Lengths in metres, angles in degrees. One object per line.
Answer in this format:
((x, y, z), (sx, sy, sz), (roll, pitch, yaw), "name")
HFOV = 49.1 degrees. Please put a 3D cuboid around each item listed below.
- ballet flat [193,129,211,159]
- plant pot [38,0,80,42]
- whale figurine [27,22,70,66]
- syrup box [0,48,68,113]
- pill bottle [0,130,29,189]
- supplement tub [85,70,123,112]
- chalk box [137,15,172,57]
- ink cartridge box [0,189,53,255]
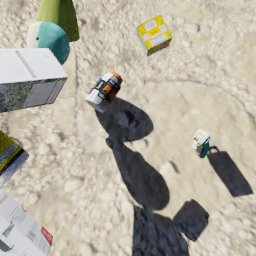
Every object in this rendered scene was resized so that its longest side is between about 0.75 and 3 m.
((1.393, 0.296, 5.351), (0.331, 0.954, 0.331), (-4, 63, 8), "ballet flat")
((-1.856, -3.037, 7.428), (1.168, 1.249, 1.168), (5, 30, -3), "plant pot")
((-1.785, -1.838, 6.789), (0.898, 1.730, 1.377), (1, 86, 1), "whale figurine")
((-2.321, -0.862, 5.154), (2.202, 0.867, 0.897), (-18, 66, -48), "syrup box")
((-2.744, 0.334, 5.240), (1.593, 0.896, 0.896), (43, 75, -10), "pill bottle")
((-0.510, -0.820, 6.188), (0.527, 0.527, 0.861), (32, 79, 10), "supplement tub")
((0.608, -2.133, 6.655), (0.615, 0.988, 0.612), (-27, 91, 5), "chalk box")
((-1.903, 1.699, 4.585), (0.534, 0.921, 1.276), (-44, 96, -7), "ink cartridge box")
